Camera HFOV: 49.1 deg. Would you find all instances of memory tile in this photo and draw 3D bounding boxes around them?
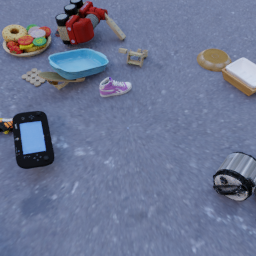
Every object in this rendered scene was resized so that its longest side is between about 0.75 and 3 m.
[{"bbox_3d":[-3.828,-2.118,11.658,1.029,0.086,0.788,29,56,22],"label":"memory tile"}]

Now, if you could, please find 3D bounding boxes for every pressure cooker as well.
[{"bbox_3d":[3.102,1.456,8.076,1.145,1.127,1.281,30,53,26],"label":"pressure cooker"}]

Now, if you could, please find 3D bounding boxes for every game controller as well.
[{"bbox_3d":[-3.011,0.331,8.849,1.103,0.445,2.115,-3,54,-26],"label":"game controller"}]

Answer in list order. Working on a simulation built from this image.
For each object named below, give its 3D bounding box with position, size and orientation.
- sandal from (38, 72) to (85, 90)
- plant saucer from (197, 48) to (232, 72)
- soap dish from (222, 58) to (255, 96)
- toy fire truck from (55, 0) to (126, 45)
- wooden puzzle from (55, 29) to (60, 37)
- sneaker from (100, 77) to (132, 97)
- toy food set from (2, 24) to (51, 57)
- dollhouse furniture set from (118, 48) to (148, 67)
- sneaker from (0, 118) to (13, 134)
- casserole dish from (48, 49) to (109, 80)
[{"bbox_3d":[-2.613,-1.809,11.120,1.924,0.633,0.705,-9,42,-37],"label":"sandal"},{"bbox_3d":[3.813,-3.069,12.312,1.528,0.271,1.528,0,51,0],"label":"plant saucer"},{"bbox_3d":[4.740,-2.049,11.237,1.253,0.647,1.593,-29,56,-22],"label":"soap dish"},{"bbox_3d":[-1.592,-4.679,12.890,2.634,1.695,2.319,10,52,16],"label":"toy fire truck"},{"bbox_3d":[-2.779,-4.949,13.913,1.329,0.157,2.240,7,52,6],"label":"wooden puzzle"},{"bbox_3d":[-0.461,-1.673,10.872,1.318,0.751,0.478,-19,52,-16],"label":"sneaker"},{"bbox_3d":[-4.661,-4.120,12.984,2.239,0.550,2.263,-11,51,-9],"label":"toy food set"},{"bbox_3d":[0.222,-3.159,12.347,1.088,0.605,0.962,16,28,13],"label":"dollhouse furniture set"},{"bbox_3d":[-4.073,-0.035,9.772,1.282,0.448,0.577,-2,59,2],"label":"sneaker"},{"bbox_3d":[-1.997,-2.603,11.439,1.575,0.505,2.601,38,44,27],"label":"casserole dish"}]
